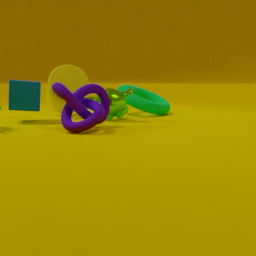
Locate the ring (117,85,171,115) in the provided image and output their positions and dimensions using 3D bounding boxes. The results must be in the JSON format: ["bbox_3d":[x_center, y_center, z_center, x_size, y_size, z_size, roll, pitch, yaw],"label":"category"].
[{"bbox_3d":[0.567,-1.049,10.212,2.076,0.415,2.076,19,19,-7],"label":"ring"}]

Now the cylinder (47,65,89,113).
[{"bbox_3d":[-2.078,-1.290,9.577,1.310,1.310,1.310,-4,-14,-20],"label":"cylinder"}]

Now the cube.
[{"bbox_3d":[-3.008,-0.946,8.215,0.843,0.843,0.843,2,7,-17],"label":"cube"}]

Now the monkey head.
[{"bbox_3d":[-0.500,-0.854,8.597,1.550,0.934,1.115,-9,37,12],"label":"monkey head"}]

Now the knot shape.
[{"bbox_3d":[-1.231,-0.630,6.971,1.517,0.749,1.621,34,36,1],"label":"knot shape"}]
